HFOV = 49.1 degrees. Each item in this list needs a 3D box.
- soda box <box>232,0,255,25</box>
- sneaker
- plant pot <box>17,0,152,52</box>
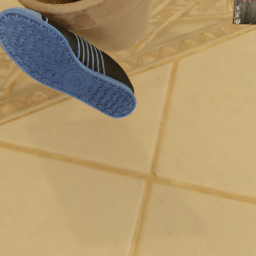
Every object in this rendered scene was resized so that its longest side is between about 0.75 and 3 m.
[{"bbox_3d":[3.144,-3.667,7.252,0.669,1.890,0.599,11,56,24],"label":"soda box"},{"bbox_3d":[-1.011,-1.203,5.157,0.969,2.764,1.077,-44,31,20],"label":"sneaker"},{"bbox_3d":[-0.565,-2.963,5.970,2.998,2.615,2.998,-4,73,14],"label":"plant pot"}]
